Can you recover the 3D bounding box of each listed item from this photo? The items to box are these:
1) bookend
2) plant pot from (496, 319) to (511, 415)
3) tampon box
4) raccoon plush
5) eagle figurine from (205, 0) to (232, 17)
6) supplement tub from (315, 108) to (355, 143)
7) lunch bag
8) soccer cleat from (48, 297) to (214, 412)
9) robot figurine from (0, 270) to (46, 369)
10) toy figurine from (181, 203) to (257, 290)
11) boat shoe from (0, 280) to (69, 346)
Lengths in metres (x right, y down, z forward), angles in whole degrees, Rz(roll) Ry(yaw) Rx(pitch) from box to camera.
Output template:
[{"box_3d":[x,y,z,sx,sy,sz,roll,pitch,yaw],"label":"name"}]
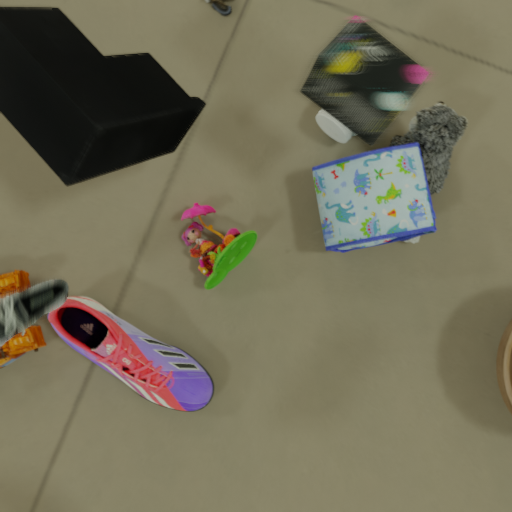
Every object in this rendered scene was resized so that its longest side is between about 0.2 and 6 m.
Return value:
[{"box_3d":[-2.408,-2.461,8.043,2.381,2.366,1.097,47,126,5],"label":"bookend"},{"box_3d":[5.308,1.917,9.597,2.671,1.233,2.671,0,84,0],"label":"plant pot"},{"box_3d":[1.467,-2.375,7.657,1.285,0.811,0.963,38,68,1],"label":"tampon box"},{"box_3d":[3.095,-1.481,9.796,1.142,1.582,2.361,-5,84,-1],"label":"raccoon plush"},{"box_3d":[-0.697,-4.970,10.849,0.580,0.438,0.440,23,128,-26],"label":"eagle figurine"},{"box_3d":[1.762,-2.778,10.298,0.883,0.883,1.220,40,85,4],"label":"supplement tub"},{"box_3d":[2.077,-0.980,9.758,1.851,1.179,1.574,-14,83,28],"label":"lunch bag"},{"box_3d":[-2.178,1.736,9.651,3.167,1.159,1.080,32,85,3],"label":"soccer cleat"},{"box_3d":[-5.356,1.303,9.767,2.941,0.856,2.132,-16,83,-8],"label":"robot figurine"},{"box_3d":[-0.886,-0.311,10.161,1.281,1.045,1.392,43,110,18],"label":"toy figurine"},{"box_3d":[-3.413,0.841,7.940,1.647,0.562,0.608,-27,91,-28],"label":"boat shoe"}]
